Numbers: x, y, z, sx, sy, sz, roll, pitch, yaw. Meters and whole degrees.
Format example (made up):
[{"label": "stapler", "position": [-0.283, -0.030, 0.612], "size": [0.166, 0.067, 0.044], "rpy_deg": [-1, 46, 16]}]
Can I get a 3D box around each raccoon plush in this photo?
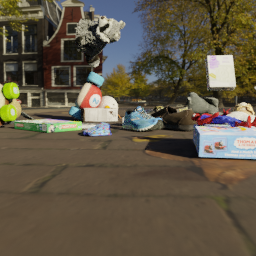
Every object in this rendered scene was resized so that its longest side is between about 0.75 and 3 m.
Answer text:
[{"label": "raccoon plush", "position": [-0.721, -2.721, 8.869], "size": [1.430, 1.032, 2.134], "rpy_deg": [7, -11, 12]}]

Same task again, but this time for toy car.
[{"label": "toy car", "position": [-5.056, -0.618, 11.540], "size": [1.895, 1.820, 2.307], "rpy_deg": [-7, -21, 10]}, {"label": "toy car", "position": [-1.494, -1.306, 15.738], "size": [2.784, 2.566, 2.462], "rpy_deg": [28, 0, -11]}]

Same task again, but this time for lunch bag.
[{"label": "lunch bag", "position": [-0.984, 0.107, 8.534], "size": [0.768, 0.361, 0.578], "rpy_deg": [-16, 13, -25]}]

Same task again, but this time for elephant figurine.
[{"label": "elephant figurine", "position": [4.432, -1.129, 15.871], "size": [2.303, 1.629, 1.786], "rpy_deg": [17, 38, 12]}]

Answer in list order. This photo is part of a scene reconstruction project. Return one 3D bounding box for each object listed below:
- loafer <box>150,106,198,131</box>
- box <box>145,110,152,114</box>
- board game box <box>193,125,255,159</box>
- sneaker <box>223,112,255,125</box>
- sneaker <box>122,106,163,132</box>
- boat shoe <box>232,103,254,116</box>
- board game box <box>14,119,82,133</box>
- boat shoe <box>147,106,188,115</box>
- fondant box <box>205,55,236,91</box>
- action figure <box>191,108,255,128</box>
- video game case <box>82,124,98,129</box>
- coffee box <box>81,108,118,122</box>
[{"label": "loafer", "position": [1.488, -0.401, 10.450], "size": [2.480, 0.885, 0.905], "rpy_deg": [5, 7, 40]}, {"label": "box", "position": [1.972, -0.859, 17.097], "size": [2.674, 0.517, 0.554], "rpy_deg": [-1, 6, -10]}, {"label": "board game box", "position": [2.763, 0.251, 5.772], "size": [2.681, 0.491, 2.028], "rpy_deg": [0, 6, 10]}, {"label": "sneaker", "position": [4.472, -0.236, 10.661], "size": [1.675, 0.630, 0.741], "rpy_deg": [3, 18, 21]}, {"label": "sneaker", "position": [0.431, -0.342, 9.874], "size": [0.765, 0.878, 1.952], "rpy_deg": [-4, 7, -38]}, {"label": "boat shoe", "position": [5.154, -0.662, 12.683], "size": [1.037, 0.973, 2.813], "rpy_deg": [2, 6, 15]}, {"label": "board game box", "position": [-2.980, -0.101, 10.364], "size": [2.184, 0.318, 1.469], "rpy_deg": [4, 8, 40]}, {"label": "boat shoe", "position": [1.671, -0.667, 13.499], "size": [2.744, 0.826, 0.978], "rpy_deg": [-2, 6, -20]}, {"label": "fondant box", "position": [4.283, -2.556, 13.025], "size": [1.171, 1.623, 0.473], "rpy_deg": [-1, -18, 4]}, {"label": "action figure", "position": [2.056, -0.210, 6.252], "size": [0.505, 0.399, 1.544], "rpy_deg": [-11, 9, -39]}, {"label": "video game case", "position": [-1.729, -0.076, 11.122], "size": [1.072, 0.123, 0.977], "rpy_deg": [1, 6, 20]}, {"label": "coffee box", "position": [-1.496, -0.687, 14.394], "size": [1.736, 0.693, 0.981], "rpy_deg": [-2, 6, -18]}]
